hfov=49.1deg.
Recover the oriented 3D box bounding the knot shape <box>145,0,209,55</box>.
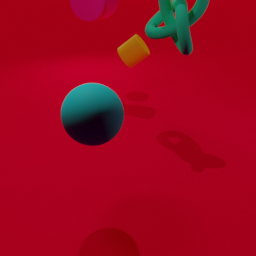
[{"bbox_3d":[1.233,-3.059,7.742,0.962,2.082,1.948,-4,11,-30],"label":"knot shape"}]

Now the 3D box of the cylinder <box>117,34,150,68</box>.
[{"bbox_3d":[0.201,-2.699,9.866,0.840,0.840,0.840,-32,21,22],"label":"cylinder"}]

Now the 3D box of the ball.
[{"bbox_3d":[-0.606,-0.230,4.829,1.079,1.079,1.079,0,29,0],"label":"ball"}]

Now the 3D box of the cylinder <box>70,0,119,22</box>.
[{"bbox_3d":[-1.156,-4.489,9.815,1.314,1.314,1.314,10,29,17],"label":"cylinder"}]
